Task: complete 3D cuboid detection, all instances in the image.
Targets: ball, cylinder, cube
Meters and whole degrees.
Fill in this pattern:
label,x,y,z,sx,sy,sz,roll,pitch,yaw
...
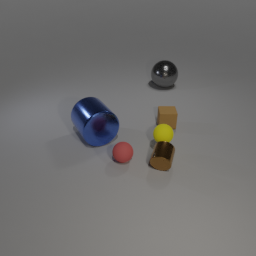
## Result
label,x,y,z,sx,sy,sz,roll,pitch,yaw
ball,1.877,-2.775,14.430,1.400,1.400,1.400,0,32,0
ball,1.211,0.209,9.621,0.700,0.700,0.700,0,32,0
ball,-0.170,0.802,9.305,0.700,0.700,0.700,0,32,0
cylinder,1.120,0.899,9.042,0.700,0.700,0.700,10,48,15
cube,1.571,-0.426,11.285,0.700,0.700,0.700,0,30,0
cylinder,-1.233,-0.259,10.361,1.400,1.400,1.400,-16,35,-23
